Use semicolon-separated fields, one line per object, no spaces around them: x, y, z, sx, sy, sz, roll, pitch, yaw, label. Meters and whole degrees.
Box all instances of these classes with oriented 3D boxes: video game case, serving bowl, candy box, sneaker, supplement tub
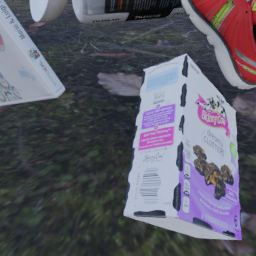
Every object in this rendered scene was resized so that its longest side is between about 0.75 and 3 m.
-2.290;-1.265;4.322;2.335;2.126;0.277;-1;41;42;video game case
-1.848;-3.663;6.969;0.692;2.103;2.103;2;27;-33;serving bowl
0.729;0.289;3.237;0.611;1.434;1.709;-14;58;39;candy box
1.420;-1.526;3.636;0.795;2.063;0.876;-36;5;-30;sneaker
0.278;-2.943;5.342;2.700;1.654;1.654;-10;33;-13;supplement tub

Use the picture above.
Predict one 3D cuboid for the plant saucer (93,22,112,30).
-0.852;-3.412;8.275;0.972;0.972;0.244;21;31;29;plant saucer
